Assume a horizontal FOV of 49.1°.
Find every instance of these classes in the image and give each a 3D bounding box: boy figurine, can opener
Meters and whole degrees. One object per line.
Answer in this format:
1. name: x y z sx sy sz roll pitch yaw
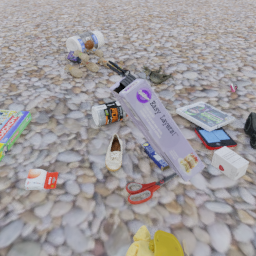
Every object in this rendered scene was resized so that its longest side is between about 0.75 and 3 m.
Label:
1. boy figurine: 0.393 3.170 6.901 1.015 0.526 1.632 7 32 -15
2. can opener: -0.381 -2.403 11.744 1.196 0.470 0.379 30 64 -15

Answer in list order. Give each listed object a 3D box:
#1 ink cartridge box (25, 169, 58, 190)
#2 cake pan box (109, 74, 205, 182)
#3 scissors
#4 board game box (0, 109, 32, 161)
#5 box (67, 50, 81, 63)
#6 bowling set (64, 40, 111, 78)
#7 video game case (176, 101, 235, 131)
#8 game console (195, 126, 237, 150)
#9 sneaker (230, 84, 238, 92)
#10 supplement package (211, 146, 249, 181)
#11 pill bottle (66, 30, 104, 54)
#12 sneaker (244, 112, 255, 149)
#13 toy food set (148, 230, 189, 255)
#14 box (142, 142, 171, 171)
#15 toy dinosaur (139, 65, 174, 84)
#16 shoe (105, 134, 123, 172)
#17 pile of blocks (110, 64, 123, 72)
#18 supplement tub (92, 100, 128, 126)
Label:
1. ink cartridge box: -2.845 1.684 9.255 0.954 0.239 0.774 -4 37 -2
2. cake pan box: 0.563 -0.141 6.941 0.667 2.551 2.350 -38 15 -3
3. scissors: 1.022 1.883 9.084 2.330 0.162 0.852 -12 35 -17
4. board game box: -5.388 0.228 11.100 1.993 0.431 2.961 4 36 6
5. box: -3.258 -4.377 17.248 0.791 0.586 0.413 17 -6 24
6. bowling set: -2.249 -4.206 16.056 2.811 1.956 1.509 -21 39 -32
7. video game case: 3.351 -0.561 12.169 1.728 0.222 1.900 -18 38 -33
8. game console: 3.448 0.332 11.139 1.242 0.218 1.405 -8 37 -11
9. sneaker: 5.492 -2.078 14.407 0.337 0.284 0.770 0 31 10
10. supplement package: 3.464 1.207 9.582 0.601 0.609 1.004 -22 41 -27
11. pill bottle: -2.733 -5.534 18.301 1.335 1.335 2.346 25 43 30
12. sneaker: 5.236 0.146 11.084 0.929 0.777 2.046 11 43 -1
13. toy food set: 0.963 3.068 6.959 1.365 0.446 0.803 32 31 -34
14. box: 1.214 0.933 10.282 0.871 0.233 1.438 -18 41 -24
15. toy dinosaur: 1.633 -2.710 15.051 1.096 0.825 2.144 -31 51 -19
16. shoe: -0.504 0.864 10.181 0.608 0.464 1.740 1 36 1
17. pile of blocks: -0.558 -3.408 16.128 1.140 0.468 0.354 41 9 36
18. supplement tub: -0.734 -0.669 11.944 1.457 0.893 0.893 -16 39 -20
